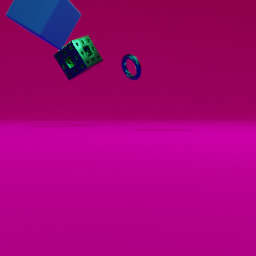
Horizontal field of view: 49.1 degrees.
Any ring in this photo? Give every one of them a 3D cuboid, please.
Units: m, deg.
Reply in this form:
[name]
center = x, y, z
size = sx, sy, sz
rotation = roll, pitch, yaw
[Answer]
[ring]
center = 0.138, -2.595, 11.981
size = 0.234, 1.170, 1.170
rotation = -31, 19, -31

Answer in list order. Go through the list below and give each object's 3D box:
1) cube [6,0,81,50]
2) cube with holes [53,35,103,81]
[cube]
center = -2.350, -3.211, 7.959
size = 1.256, 1.256, 1.256
rotation = 32, 5, 13
[cube with holes]
center = -1.776, -2.527, 10.112
size = 1.047, 1.047, 1.047
rotation = -23, 14, 36
